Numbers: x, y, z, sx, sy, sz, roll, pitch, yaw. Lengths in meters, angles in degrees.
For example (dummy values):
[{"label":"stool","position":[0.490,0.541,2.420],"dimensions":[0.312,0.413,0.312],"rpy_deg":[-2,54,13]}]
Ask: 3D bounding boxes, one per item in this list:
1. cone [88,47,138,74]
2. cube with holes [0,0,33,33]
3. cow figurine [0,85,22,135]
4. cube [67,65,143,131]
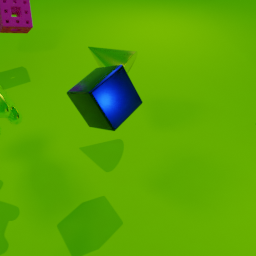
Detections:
[{"label":"cone","position":[-0.456,-1.471,5.979],"dimensions":[0.966,0.962,0.962],"rpy_deg":[34,49,2]},{"label":"cube with holes","position":[-3.415,-3.362,8.395],"dimensions":[0.833,0.833,0.833],"rpy_deg":[-10,9,-30]},{"label":"cow figurine","position":[-2.437,-0.575,4.687],"dimensions":[0.811,1.477,1.453],"rpy_deg":[-35,87,-13]},{"label":"cube","position":[-0.373,-0.489,4.537],"dimensions":[0.745,0.745,0.745],"rpy_deg":[8,47,50]}]
